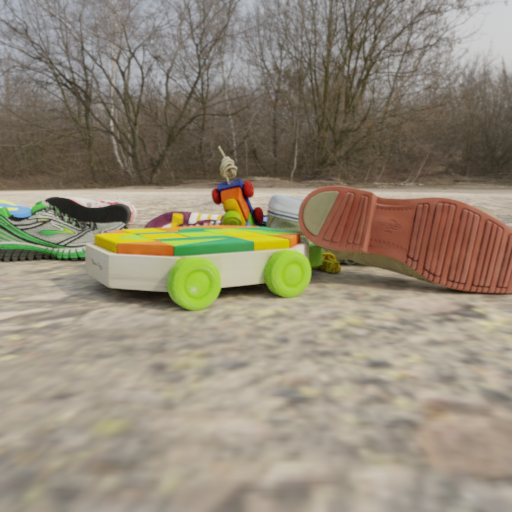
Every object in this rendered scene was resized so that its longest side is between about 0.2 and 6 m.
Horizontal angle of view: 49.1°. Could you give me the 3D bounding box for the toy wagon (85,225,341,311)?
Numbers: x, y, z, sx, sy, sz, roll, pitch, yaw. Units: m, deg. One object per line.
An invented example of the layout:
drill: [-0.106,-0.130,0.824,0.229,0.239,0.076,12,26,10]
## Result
toy wagon: [-0.441,-0.001,8.179,3.795,0.751,2.945,-5,10,-29]

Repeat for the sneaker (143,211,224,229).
sneaker: [-0.983,-0.438,10.597,2.383,0.893,1.073,-9,7,-40]

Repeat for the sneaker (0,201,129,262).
sneaker: [-3.602,-0.465,10.226,2.500,1.065,0.975,-1,9,-13]

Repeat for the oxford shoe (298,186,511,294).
oxford shoe: [2.217,-0.225,7.929,3.208,1.136,1.184,19,-6,12]

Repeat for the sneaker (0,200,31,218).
sneaker: [-4.865,-0.626,10.916,1.633,1.177,3.108,1,8,1]

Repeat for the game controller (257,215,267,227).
game controller: [0.448,-0.958,15.639,1.016,0.410,1.948,-3,8,-22]

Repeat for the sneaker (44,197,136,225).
sneaker: [-4.771,-1.267,16.298,2.543,0.849,1.363,4,8,1]

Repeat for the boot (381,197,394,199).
boot: [2.916,-1.323,16.343,2.704,1.015,1.450,9,17,41]

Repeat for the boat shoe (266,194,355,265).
boat shoe: [1.538,-0.327,9.695,2.877,0.892,1.036,16,14,12]

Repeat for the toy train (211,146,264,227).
toy train: [-0.418,-0.861,9.453,0.730,1.724,0.998,-11,44,12]

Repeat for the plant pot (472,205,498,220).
plant pot: [4.019,-0.385,10.686,0.934,0.934,0.997,7,24,40]
